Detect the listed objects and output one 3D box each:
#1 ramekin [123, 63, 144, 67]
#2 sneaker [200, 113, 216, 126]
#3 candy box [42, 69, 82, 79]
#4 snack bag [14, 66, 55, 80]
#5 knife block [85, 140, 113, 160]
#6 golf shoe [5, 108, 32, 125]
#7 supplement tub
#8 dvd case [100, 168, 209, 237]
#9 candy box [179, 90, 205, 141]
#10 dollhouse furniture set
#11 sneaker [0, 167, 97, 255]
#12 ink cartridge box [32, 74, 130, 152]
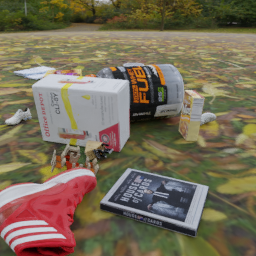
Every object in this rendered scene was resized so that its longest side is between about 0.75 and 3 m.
[{"bbox_3d":[0.311,-3.146,15.215,1.120,0.588,1.120,0,24,0],"label":"ramekin"},{"bbox_3d":[2.317,-0.217,8.753,0.925,0.350,0.426,-7,30,3],"label":"sneaker"},{"bbox_3d":[-2.823,-1.889,12.031,1.607,0.778,2.754,-3,22,-5],"label":"candy box"},{"bbox_3d":[-4.817,-3.058,15.457,2.208,0.236,2.081,19,29,37],"label":"snack bag"},{"bbox_3d":[-0.688,0.483,6.813,0.680,0.248,0.774,-21,25,8],"label":"knife block"},{"bbox_3d":[-3.535,-0.388,8.958,0.349,0.433,0.890,18,31,31],"label":"golf shoe"},{"bbox_3d":[0.136,-1.061,8.822,2.869,1.758,1.758,-8,24,-17],"label":"supplement tub"},{"bbox_3d":[0.535,1.307,5.253,1.732,0.214,1.302,10,25,21],"label":"dvd case"},{"bbox_3d":[1.750,-0.350,7.794,0.347,1.255,0.725,0,23,-9],"label":"candy box"},{"bbox_3d":[-1.210,0.782,6.118,0.938,0.483,0.928,14,19,-22],"label":"dollhouse furniture set"},{"bbox_3d":[-1.078,1.446,4.572,1.252,0.849,2.168,49,30,21],"label":"sneaker"},{"bbox_3d":[-1.180,-0.421,7.404,2.304,1.672,0.961,7,30,16],"label":"ink cartridge box"}]
